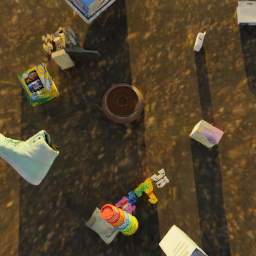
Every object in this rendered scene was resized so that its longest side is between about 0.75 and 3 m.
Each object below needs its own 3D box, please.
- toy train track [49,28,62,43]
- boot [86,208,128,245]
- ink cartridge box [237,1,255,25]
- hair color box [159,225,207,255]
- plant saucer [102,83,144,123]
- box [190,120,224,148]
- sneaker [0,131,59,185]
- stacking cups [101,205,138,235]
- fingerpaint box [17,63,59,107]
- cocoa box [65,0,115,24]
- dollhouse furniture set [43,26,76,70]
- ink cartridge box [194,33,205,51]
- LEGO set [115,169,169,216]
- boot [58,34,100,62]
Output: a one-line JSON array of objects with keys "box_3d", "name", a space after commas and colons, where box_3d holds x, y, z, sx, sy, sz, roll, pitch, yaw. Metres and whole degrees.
[{"box_3d": [-3.178, -4.032, 12.126, 0.492, 0.140, 0.858, 38, 80, 8], "name": "toy train track"}, {"box_3d": [-0.672, 3.284, 10.291, 1.192, 0.556, 1.542, 38, 82, 8], "name": "boot"}, {"box_3d": [5.360, -5.041, 12.305, 1.061, 0.234, 1.081, 2, 75, 0], "name": "ink cartridge box"}, {"box_3d": [1.364, 3.115, 7.145, 0.424, 1.401, 0.701, 41, 84, -10], "name": "hair color box"}, {"box_3d": [-0.211, -1.056, 11.391, 1.716, 0.295, 1.716, 0, 77, -1], "name": "plant saucer"}, {"box_3d": [2.978, 0.245, 10.705, 0.922, 1.048, 0.507, 31, 80, 7], "name": "box"}, {"box_3d": [-3.407, 0.498, 9.178, 2.545, 0.937, 1.501, 37, 87, 11], "name": "sneaker"}, {"box_3d": [-0.283, 2.726, 8.506, 0.633, 2.093, 0.633, -9, 57, 15], "name": "stacking cups"}, {"box_3d": [-3.650, -1.752, 11.427, 1.156, 0.508, 1.385, -27, 79, -6], "name": "fingerpaint box"}, {"box_3d": [-1.359, -5.954, 11.683, 2.373, 1.557, 1.582, -44, 93, -9], "name": "cocoa box"}, {"box_3d": [-2.733, -3.274, 11.620, 1.242, 0.880, 1.352, -17, 65, 11], "name": "dollhouse furniture set"}, {"box_3d": [3.038, -3.715, 11.896, 0.254, 0.442, 0.755, 16, 78, 4], "name": "ink cartridge box"}, {"box_3d": [0.636, 2.529, 10.357, 2.148, 0.819, 0.881, -34, 83, -14], "name": "LEGO set"}, {"box_3d": [-2.109, -3.448, 11.779, 1.863, 0.631, 1.217, 0, 72, -1], "name": "boot"}]
